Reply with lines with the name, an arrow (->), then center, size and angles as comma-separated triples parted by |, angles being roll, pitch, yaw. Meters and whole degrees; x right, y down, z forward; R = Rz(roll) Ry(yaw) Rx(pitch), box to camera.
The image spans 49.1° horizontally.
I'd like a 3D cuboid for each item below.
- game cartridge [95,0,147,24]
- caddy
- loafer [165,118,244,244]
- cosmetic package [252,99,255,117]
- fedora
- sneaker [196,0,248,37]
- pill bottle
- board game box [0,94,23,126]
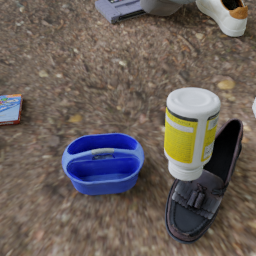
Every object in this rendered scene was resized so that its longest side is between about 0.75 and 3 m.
game cartridge -> 0.006, -4.674, 10.597 | 2.186, 0.420, 1.417 | -24, 59, -18
caddy -> -0.504, 0.709, 5.882 | 1.685, 0.885, 1.191 | -5, 50, -4
loafer -> 1.613, 0.899, 5.701 | 1.040, 0.911, 2.892 | 26, 56, 20
cosmetic package -> 4.425, -0.329, 6.735 | 2.374, 0.879, 1.207 | -1, 50, 1
fedora -> 1.252, -4.908, 10.007 | 2.450, 1.251, 2.770 | 39, 57, 5
sneaker -> 3.375, -4.525, 9.928 | 1.054, 1.226, 2.896 | -16, 51, -11
pill bottle -> 0.996, 0.144, 4.556 | 0.800, 1.437, 0.800 | -1, 34, 1
board game box -> -3.723, -0.411, 7.241 | 1.856, 0.180, 0.955 | -6, 53, -5
